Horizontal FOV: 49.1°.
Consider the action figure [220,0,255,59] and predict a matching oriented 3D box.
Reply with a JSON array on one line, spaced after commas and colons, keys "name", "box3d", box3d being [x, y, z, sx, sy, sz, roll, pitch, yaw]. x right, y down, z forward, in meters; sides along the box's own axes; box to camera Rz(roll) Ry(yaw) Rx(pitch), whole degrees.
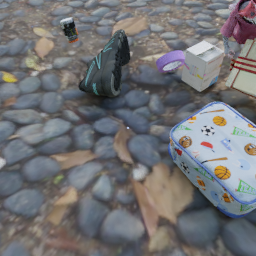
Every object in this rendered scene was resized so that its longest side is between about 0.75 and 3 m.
[{"name": "action figure", "box3d": [3.499, -3.032, 7.586, 1.860, 2.068, 2.777, -6, -3, 29]}]

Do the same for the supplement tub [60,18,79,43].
[{"name": "supplement tub", "box3d": [-2.021, -3.406, 9.786, 0.470, 0.767, 0.470, -12, 31, 7]}]

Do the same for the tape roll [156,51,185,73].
[{"name": "tape roll", "box3d": [1.351, -2.090, 8.855, 0.905, 0.905, 0.297, -15, 79, -13]}]

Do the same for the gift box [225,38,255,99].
[{"name": "gift box", "box3d": [3.750, -1.494, 7.402, 1.518, 1.645, 1.536, 21, 11, -29]}]

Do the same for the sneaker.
[{"name": "sneaker", "box3d": [-0.674, -2.122, 8.715, 1.163, 1.107, 2.935, -3, 46, 19]}]

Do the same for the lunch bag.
[{"name": "lunch bag", "box3d": [2.260, 0.606, 6.171, 2.001, 0.944, 2.498, -29, 56, -20]}]

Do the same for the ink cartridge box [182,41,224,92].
[{"name": "ink cartridge box", "box3d": [2.253, -1.934, 8.452, 0.825, 1.284, 0.804, -31, 54, -25]}]
